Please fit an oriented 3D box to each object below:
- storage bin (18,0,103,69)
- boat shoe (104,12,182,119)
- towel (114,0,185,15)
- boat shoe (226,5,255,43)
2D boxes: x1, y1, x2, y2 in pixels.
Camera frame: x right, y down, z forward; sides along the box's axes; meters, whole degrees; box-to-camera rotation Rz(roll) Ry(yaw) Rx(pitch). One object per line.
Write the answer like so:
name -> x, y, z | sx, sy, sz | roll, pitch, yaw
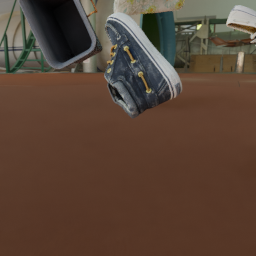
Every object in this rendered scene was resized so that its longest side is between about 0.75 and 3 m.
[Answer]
storage bin -> -1.882, -3.488, 9.279 | 2.024, 2.781, 1.868 | -25, 4, 14
boat shoe -> -0.053, -0.746, 3.109 | 0.633, 0.493, 1.394 | -30, 59, -9
towel -> 0.725, -3.959, 7.410 | 2.161, 1.850, 0.520 | -13, 52, -20
boat shoe -> 3.086, -2.252, 6.571 | 1.627, 0.694, 0.601 | 27, -3, 9
